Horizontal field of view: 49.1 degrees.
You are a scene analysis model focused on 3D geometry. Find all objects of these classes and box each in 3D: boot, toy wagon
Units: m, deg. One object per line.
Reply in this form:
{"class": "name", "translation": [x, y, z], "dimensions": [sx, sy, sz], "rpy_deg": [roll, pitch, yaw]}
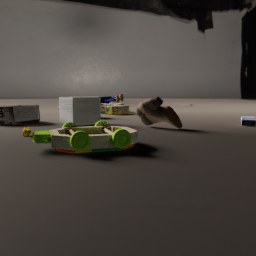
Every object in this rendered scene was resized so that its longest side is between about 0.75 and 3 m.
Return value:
{"class": "boot", "translation": [0.899, -0.334, 8.621], "dimensions": [0.989, 1.353, 0.475], "rpy_deg": [-36, 6, 42]}
{"class": "toy wagon", "translation": [-0.954, 0.165, 5.646], "dimensions": [2.191, 0.434, 1.700], "rpy_deg": [-3, 8, -18]}

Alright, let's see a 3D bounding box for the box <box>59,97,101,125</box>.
{"class": "box", "translation": [-1.662, -0.614, 9.678], "dimensions": [1.086, 0.935, 1.092], "rpy_deg": [-6, 8, -38]}

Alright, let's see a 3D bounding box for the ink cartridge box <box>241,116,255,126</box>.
{"class": "ink cartridge box", "translation": [4.416, -0.224, 9.421], "dimensions": [1.137, 0.270, 1.151], "rpy_deg": [1, 6, 22]}

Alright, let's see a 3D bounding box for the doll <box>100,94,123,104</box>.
{"class": "doll", "translation": [-1.213, -1.624, 16.053], "dimensions": [1.981, 0.480, 1.352], "rpy_deg": [-1, 15, 34]}

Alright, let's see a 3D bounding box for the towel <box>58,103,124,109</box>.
{"class": "towel", "translation": [-2.114, -1.225, 16.423], "dimensions": [2.904, 0.468, 2.774], "rpy_deg": [4, 8, 34]}

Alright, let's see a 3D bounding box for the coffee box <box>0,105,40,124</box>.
{"class": "coffee box", "translation": [-3.966, -0.497, 9.994], "dimensions": [1.570, 0.627, 0.887], "rpy_deg": [-2, 8, -17]}

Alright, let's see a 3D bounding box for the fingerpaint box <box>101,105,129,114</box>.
{"class": "fingerpaint box", "translation": [-0.657, -0.928, 14.216], "dimensions": [1.137, 0.417, 0.948], "rpy_deg": [-7, 9, -41]}
